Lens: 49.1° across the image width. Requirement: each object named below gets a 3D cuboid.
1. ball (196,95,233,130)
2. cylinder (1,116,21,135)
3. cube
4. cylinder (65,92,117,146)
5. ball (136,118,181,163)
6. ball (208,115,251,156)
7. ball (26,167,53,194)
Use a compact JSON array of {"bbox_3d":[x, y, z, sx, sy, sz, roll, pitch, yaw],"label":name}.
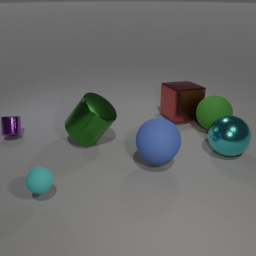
[{"bbox_3d":[3.414,-0.594,11.094,1.400,1.400,1.400,0,28,0],"label":"ball"},{"bbox_3d":[-4.477,-0.083,10.727,0.700,0.700,0.700,-3,1,0],"label":"cylinder"},{"bbox_3d":[2.325,-1.173,12.120,1.400,1.400,1.400,-7,23,-18],"label":"cube"},{"bbox_3d":[-1.345,-0.316,10.122,1.400,1.400,1.400,31,29,-20],"label":"cylinder"},{"bbox_3d":[0.940,0.385,8.698,1.400,1.400,1.400,0,28,0],"label":"ball"},{"bbox_3d":[3.451,0.265,9.562,1.400,1.400,1.400,0,28,0],"label":"ball"},{"bbox_3d":[-2.364,1.396,7.479,0.700,0.700,0.700,0,28,0],"label":"ball"}]
